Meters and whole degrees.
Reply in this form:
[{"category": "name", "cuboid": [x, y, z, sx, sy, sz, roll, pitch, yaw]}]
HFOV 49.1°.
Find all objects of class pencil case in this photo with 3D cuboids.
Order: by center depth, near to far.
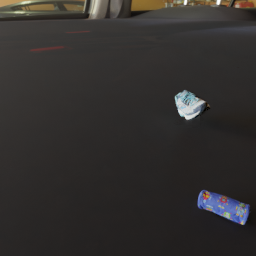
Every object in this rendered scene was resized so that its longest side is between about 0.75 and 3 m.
[{"category": "pencil case", "cuboid": [1.679, 1.402, 4.974, 0.896, 0.389, 0.350, 15, 35, 26]}]

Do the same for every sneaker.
[{"category": "sneaker", "cuboid": [1.741, -0.704, 8.107, 0.664, 0.739, 1.712, -30, 10, -6]}]
